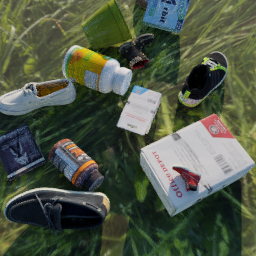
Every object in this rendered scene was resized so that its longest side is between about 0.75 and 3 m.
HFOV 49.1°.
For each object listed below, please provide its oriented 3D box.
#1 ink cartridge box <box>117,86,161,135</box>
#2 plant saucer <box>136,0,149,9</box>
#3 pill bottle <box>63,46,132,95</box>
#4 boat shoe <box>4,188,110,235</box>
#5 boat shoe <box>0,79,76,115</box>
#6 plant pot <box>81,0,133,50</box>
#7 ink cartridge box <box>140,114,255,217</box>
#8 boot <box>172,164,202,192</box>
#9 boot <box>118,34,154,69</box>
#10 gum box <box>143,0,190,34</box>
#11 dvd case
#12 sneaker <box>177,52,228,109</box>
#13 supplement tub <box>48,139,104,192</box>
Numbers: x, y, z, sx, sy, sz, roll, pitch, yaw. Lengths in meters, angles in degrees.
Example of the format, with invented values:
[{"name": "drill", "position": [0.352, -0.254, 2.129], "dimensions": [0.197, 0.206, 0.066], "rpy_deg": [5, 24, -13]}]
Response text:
[{"name": "ink cartridge box", "position": [0.374, -0.482, 9.344], "dimensions": [0.991, 0.580, 1.709], "rpy_deg": [19, 63, 10]}, {"name": "plant saucer", "position": [1.378, -5.843, 12.368], "dimensions": [2.054, 0.329, 2.054], "rpy_deg": [0, 54, 0]}, {"name": "pill bottle", "position": [-1.039, -1.954, 9.791], "dimensions": [2.207, 1.225, 1.225], "rpy_deg": [23, 63, 12]}, {"name": "boat shoe", "position": [-1.908, 2.243, 7.500], "dimensions": [2.839, 1.059, 0.884], "rpy_deg": [1, 20, -3]}, {"name": "boat shoe", "position": [-3.161, -1.160, 9.512], "dimensions": [2.703, 0.944, 0.958], "rpy_deg": [-9, 61, -5]}, {"name": "plant pot", "position": [-0.873, -3.819, 10.706], "dimensions": [1.571, 1.632, 1.632], "rpy_deg": [-24, 63, 5]}, {"name": "ink cartridge box", "position": [1.910, 1.055, 8.196], "dimensions": [2.632, 1.091, 1.932], "rpy_deg": [-24, 64, -13]}, {"name": "boot", "position": [1.459, 1.313, 7.264], "dimensions": [0.794, 0.288, 0.573], "rpy_deg": [22, 66, 8]}, {"name": "boot", "position": [0.500, -2.925, 10.720], "dimensions": [1.490, 0.545, 1.122], "rpy_deg": [-23, 62, -8]}, {"name": "gum box", "position": [1.570, -4.765, 11.531], "dimensions": [1.606, 0.358, 1.365], "rpy_deg": [17, 87, 7]}, {"name": "dvd case", "position": [-3.484, 0.736, 8.932], "dimensions": [1.187, 0.127, 1.596], "rpy_deg": [-28, 65, -15]}, {"name": "sneaker", "position": [2.756, -1.834, 9.744], "dimensions": [1.032, 1.191, 2.877], "rpy_deg": [30, 65, 16]}, {"name": "supplement tub", "position": [-1.499, 1.132, 8.282], "dimensions": [1.675, 0.896, 0.896], "rpy_deg": [39, 68, 19]}]
